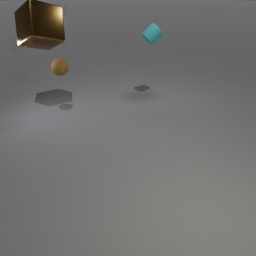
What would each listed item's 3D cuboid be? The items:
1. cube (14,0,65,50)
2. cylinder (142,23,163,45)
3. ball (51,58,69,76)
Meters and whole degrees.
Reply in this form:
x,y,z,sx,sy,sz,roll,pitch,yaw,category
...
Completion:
x,y,z,sx,sy,sz,roll,pitch,yaw,category
-3.492,-4.022,11.097,1.400,1.400,1.400,-5,0,-43,cube
1.110,-4.291,12.823,0.700,0.700,0.700,-43,31,8,cylinder
-2.760,-2.474,11.389,0.700,0.700,0.700,0,28,0,ball
